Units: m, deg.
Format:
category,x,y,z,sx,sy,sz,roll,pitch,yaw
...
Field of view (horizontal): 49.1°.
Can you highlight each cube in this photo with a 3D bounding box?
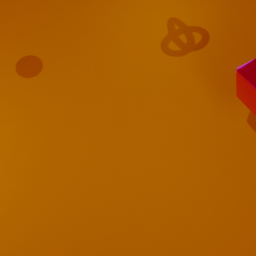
category,x,y,z,sx,sy,sz,roll,pitch,yaw
cube,2.803,-0.835,5.555,0.907,0.907,0.907,-30,54,2
